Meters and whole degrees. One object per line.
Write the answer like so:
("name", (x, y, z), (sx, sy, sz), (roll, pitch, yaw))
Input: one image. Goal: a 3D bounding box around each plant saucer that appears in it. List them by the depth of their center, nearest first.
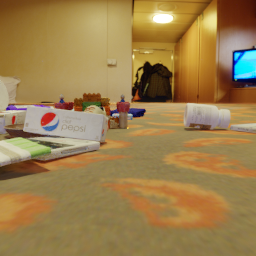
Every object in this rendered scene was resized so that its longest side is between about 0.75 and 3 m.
("plant saucer", (-2.856, 0.072, 8.937), (2.041, 0.352, 2.041), (0, 6, 0))

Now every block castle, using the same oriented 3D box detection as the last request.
("block castle", (-1.399, -0.745, 11.465), (2.936, 1.377, 1.962), (0, 7, -2))

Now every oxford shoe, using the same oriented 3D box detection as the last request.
("oxford shoe", (-1.330, -0.245, 9.016), (0.903, 0.942, 2.551), (1, 7, 11))

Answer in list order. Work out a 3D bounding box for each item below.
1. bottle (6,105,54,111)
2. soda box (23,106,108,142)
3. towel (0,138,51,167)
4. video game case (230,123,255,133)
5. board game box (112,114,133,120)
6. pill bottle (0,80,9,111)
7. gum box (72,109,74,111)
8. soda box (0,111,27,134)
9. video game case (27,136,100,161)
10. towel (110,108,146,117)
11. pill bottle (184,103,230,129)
("bottle", (-5.023, -0.803, 14.557), (2.365, 0.772, 0.988), (-6, 8, -42))
("soda box", (-1.630, -0.097, 7.466), (2.092, 0.713, 0.666), (7, -5, 7))
("towel", (-2.408, 0.535, 4.650), (1.853, 0.284, 1.382), (-13, 16, -39))
("video game case", (5.050, 0.055, 9.683), (1.671, 0.208, 2.335), (-3, 7, -30))
("board game box", (-0.311, -0.616, 15.174), (1.069, 0.259, 1.414), (0, 7, -1))
("pill bottle", (-5.719, -0.882, 9.714), (2.807, 1.583, 1.583), (-11, 5, 11))
("gum box", (-2.528, -0.696, 14.579), (2.142, 0.562, 2.521), (0, 7, 1))
("soda box", (-4.394, -0.254, 10.240), (0.734, 0.686, 2.155), (0, 7, -1))
("video game case", (-1.857, 0.422, 6.412), (1.813, 0.212, 1.648), (5, 6, 34))
("towel", (-0.032, -0.898, 17.046), (1.954, 0.484, 1.443), (4, 14, 29))
("pill bottle", (2.938, -0.411, 10.489), (1.571, 0.898, 0.898), (6, 7, 3))
